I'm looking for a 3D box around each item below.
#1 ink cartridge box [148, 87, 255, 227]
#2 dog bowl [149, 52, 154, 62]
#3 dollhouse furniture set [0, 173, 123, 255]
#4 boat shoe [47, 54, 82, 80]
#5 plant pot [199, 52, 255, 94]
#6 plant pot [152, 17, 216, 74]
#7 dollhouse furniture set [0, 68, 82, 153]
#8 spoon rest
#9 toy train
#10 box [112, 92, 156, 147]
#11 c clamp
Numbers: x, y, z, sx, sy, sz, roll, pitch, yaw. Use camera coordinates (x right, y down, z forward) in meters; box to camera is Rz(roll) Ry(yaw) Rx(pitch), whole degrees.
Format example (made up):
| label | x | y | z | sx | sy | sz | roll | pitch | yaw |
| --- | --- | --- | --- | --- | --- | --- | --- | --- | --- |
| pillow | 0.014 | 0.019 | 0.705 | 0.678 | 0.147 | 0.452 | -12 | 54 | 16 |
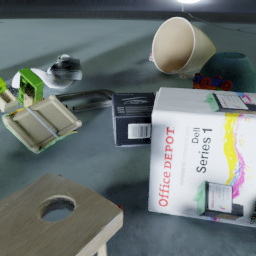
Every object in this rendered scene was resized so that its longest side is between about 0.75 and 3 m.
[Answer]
| label | x | y | z | sx | sy | sz | roll | pitch | yaw |
| --- | --- | --- | --- | --- | --- | --- | --- | --- | --- |
| ink cartridge box | 1.832 | 0.525 | 4.905 | 2.875 | 2.082 | 1.207 | 6 | 28 | 11 |
| dog bowl | 1.722 | -3.923 | 15.383 | 1.133 | 0.418 | 1.133 | -1 | 27 | 0 |
| dollhouse furniture set | -0.205 | 2.060 | 1.977 | 2.898 | 2.043 | 2.031 | 17 | 32 | 32 |
| boat shoe | -2.539 | -2.526 | 11.584 | 0.993 | 0.977 | 2.754 | 3 | 9 | -36 |
| plant pot | 3.572 | -1.853 | 10.113 | 2.334 | 1.572 | 2.334 | 0 | 27 | 0 |
| plant pot | 2.914 | -3.666 | 13.173 | 2.597 | 2.432 | 2.432 | -3 | 23 | -40 |
| dollhouse furniture set | -2.809 | -0.243 | 8.056 | 2.638 | 1.324 | 1.728 | 43 | 49 | 13 |
| spoon rest | -3.158 | -1.881 | 10.655 | 1.186 | 0.724 | 2.388 | 15 | 17 | 39 |
| toy train | 2.172 | -1.112 | 8.799 | 1.983 | 1.148 | 0.839 | 6 | 20 | -11 |
| box | 0.209 | -0.295 | 7.804 | 1.265 | 0.892 | 1.710 | -2 | 27 | -3 |
| c clamp | -1.250 | -0.901 | 9.534 | 2.956 | 0.400 | 2.526 | -9 | 28 | -17 |
